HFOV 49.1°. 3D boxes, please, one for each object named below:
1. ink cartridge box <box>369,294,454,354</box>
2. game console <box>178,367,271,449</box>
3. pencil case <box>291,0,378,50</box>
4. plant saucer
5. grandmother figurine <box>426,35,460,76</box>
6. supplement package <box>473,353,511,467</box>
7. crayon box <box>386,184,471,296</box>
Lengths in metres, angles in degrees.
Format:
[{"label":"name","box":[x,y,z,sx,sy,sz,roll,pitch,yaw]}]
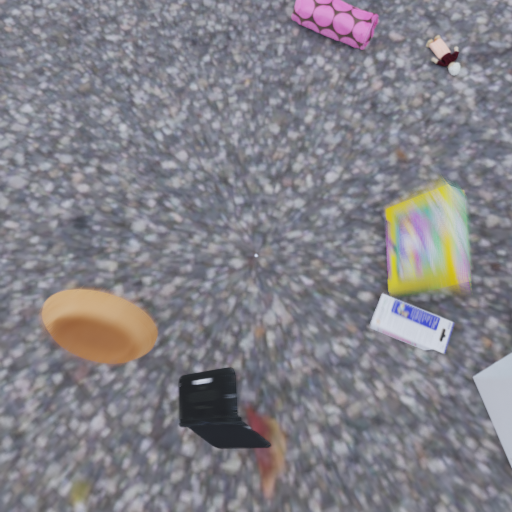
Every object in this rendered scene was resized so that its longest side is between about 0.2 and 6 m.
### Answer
[{"label":"ink cartridge box","box":[2.567,1.139,9.274,1.260,0.234,0.597,21,67,12]},{"label":"game console","box":[-0.446,2.079,7.553,0.686,1.179,1.037,11,67,-42]},{"label":"pencil case","box":[1.683,-5.050,11.782,1.810,0.821,0.848,31,57,11]},{"label":"plant saucer","box":[-2.167,1.042,7.694,1.589,1.589,0.297,6,50,3]},{"label":"grandmother figurine","box":[3.950,-4.150,11.651,0.569,0.284,0.938,-31,70,17]},{"label":"supplement package","box":[4.457,2.273,7.771,1.547,2.012,2.104,-14,66,-6]},{"label":"crayon box","box":[2.779,-0.221,9.179,0.448,1.327,1.538,15,68,-33]}]
